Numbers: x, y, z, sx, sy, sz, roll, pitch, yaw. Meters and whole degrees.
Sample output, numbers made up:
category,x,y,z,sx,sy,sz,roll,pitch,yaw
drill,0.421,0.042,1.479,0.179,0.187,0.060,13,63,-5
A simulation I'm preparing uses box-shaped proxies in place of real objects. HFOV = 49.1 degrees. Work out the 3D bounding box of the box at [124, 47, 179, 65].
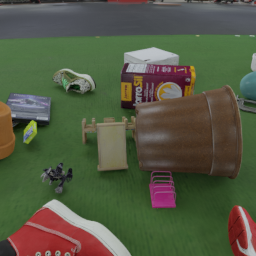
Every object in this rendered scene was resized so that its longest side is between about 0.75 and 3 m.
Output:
category,x,y,z,sx,sy,sz,roll,pitch,yaw
box,1.149,-3.103,14.144,1.995,1.311,2.005,-19,35,-29

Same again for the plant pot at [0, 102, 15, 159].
category,x,y,z,sx,sy,sz,roll,pitch,yaw
plant pot,-4.311,-0.059,8.387,1.887,1.321,1.887,17,22,-7

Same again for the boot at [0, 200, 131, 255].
category,x,y,z,sx,sy,sz,roll,pitch,yaw
boot,-1.310,2.469,5.078,2.580,0.934,1.861,13,32,36

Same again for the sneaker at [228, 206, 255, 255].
category,x,y,z,sx,sy,sz,roll,pitch,yaw
sneaker,2.719,2.414,5.514,1.070,0.726,1.852,6,42,-6

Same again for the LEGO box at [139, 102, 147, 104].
category,x,y,z,sx,sy,sz,roll,pitch,yaw
LEGO box,1.006,-0.481,10.459,0.985,0.510,1.323,-6,31,-10

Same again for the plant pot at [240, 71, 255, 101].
category,x,y,z,sx,sy,sz,roll,pitch,yaw
plant pot,5.522,-1.803,11.970,1.388,1.388,1.114,-21,14,-32

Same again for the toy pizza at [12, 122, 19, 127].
category,x,y,z,sx,sy,sz,roll,pitch,yaw
toy pizza,-4.754,-0.258,10.330,1.683,0.267,1.683,1,30,-1

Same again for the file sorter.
category,x,y,z,sx,sy,sz,roll,pitch,yaw
file sorter,0.868,1.522,7.039,0.565,0.510,0.813,0,30,-1

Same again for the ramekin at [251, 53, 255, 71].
category,x,y,z,sx,sy,sz,roll,pitch,yaw
ramekin,7.423,-3.408,15.041,1.580,0.829,1.580,5,30,-3

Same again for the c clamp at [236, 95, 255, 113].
category,x,y,z,sx,sy,sz,roll,pitch,yaw
c clamp,5.240,-1.001,11.639,1.667,0.226,1.424,17,34,27

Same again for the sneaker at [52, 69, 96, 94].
category,x,y,z,sx,sy,sz,roll,pitch,yaw
sneaker,-2.691,-2.088,12.969,2.333,0.897,1.033,13,40,25

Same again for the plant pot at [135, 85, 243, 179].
category,x,y,z,sx,sy,sz,roll,pitch,yaw
plant pot,1.493,0.200,7.640,2.467,2.492,2.492,-5,30,7

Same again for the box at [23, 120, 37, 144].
category,x,y,z,sx,sy,sz,roll,pitch,yaw
box,-3.223,0.146,9.217,0.199,0.508,0.833,35,13,-32

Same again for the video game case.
category,x,y,z,sx,sy,sz,roll,pitch,yaw
video game case,-3.884,-0.787,10.910,1.643,0.218,2.299,5,26,-16

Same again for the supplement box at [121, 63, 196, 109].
category,x,y,z,sx,sy,sz,roll,pitch,yaw
supplement box,1.183,-1.652,11.390,2.872,1.585,1.230,4,31,7

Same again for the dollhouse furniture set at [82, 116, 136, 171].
category,x,y,z,sx,sy,sz,roll,pitch,yaw
dollhouse furniture set,-0.544,0.404,8.733,1.724,1.307,1.967,-3,8,-5

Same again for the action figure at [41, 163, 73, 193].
category,x,y,z,sx,sy,sz,roll,pitch,yaw
action figure,-1.871,1.279,7.200,0.694,1.167,0.595,36,56,-16
